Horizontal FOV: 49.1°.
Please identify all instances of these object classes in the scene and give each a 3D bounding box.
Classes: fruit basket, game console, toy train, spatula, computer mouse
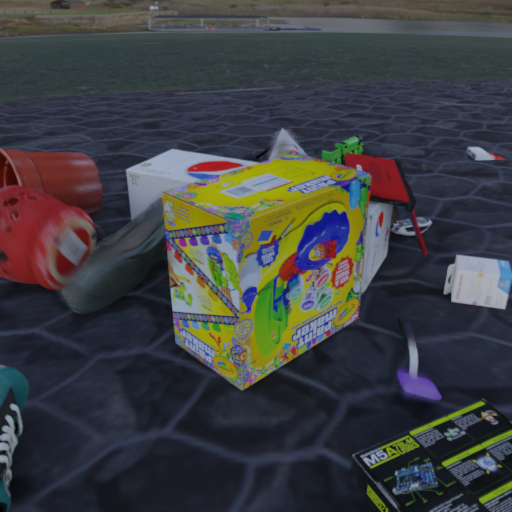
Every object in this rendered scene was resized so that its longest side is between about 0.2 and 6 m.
[{"bbox_3d":[0.662,-1.820,11.061,0.491,0.970,1.048,3,60,47],"label":"fruit basket"},{"bbox_3d":[2.148,-0.899,9.446,1.474,1.015,1.711,9,31,-1],"label":"game console"},{"bbox_3d":[2.333,-2.818,15.025,0.401,0.542,1.921,19,33,32],"label":"toy train"},{"bbox_3d":[2.054,1.303,7.360,0.504,0.183,1.783,17,29,-1],"label":"spatula"},{"bbox_3d":[2.819,-0.498,10.878,1.208,0.265,0.663,-9,23,-5],"label":"computer mouse"}]

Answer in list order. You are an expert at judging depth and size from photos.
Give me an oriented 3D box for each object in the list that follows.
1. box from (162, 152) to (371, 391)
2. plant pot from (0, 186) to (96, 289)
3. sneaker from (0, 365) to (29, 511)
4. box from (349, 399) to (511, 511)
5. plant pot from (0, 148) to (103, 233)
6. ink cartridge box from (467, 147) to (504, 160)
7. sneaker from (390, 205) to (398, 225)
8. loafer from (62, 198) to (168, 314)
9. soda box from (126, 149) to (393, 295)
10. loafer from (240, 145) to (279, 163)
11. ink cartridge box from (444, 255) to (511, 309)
[{"bbox_3d":[0.184,0.072,7.531,2.370,2.282,1.445,-24,36,-37],"label":"box"},{"bbox_3d":[-3.498,-0.237,9.023,1.394,1.531,1.531,19,33,21],"label":"plant pot"},{"bbox_3d":[-2.674,2.076,5.328,1.010,0.902,2.527,9,32,4],"label":"sneaker"},{"bbox_3d":[2.126,2.292,5.300,1.818,0.432,1.756,-14,29,-24],"label":"box"},{"bbox_3d":[-4.103,-1.267,10.927,1.817,1.817,1.768,24,27,38],"label":"plant pot"},{"bbox_3d":[6.315,-2.814,15.405,0.812,0.232,0.660,-4,27,0],"label":"ink cartridge box"},{"bbox_3d":[1.552,-1.040,11.181,1.198,1.117,3.171,-30,25,-11],"label":"sneaker"},{"bbox_3d":[-2.058,-0.067,8.908,0.803,0.918,2.554,35,54,23],"label":"loafer"},{"bbox_3d":[-0.011,-0.754,10.039,4.585,1.460,1.562,14,30,23],"label":"soda box"},{"bbox_3d":[-0.112,-2.273,13.682,0.734,0.643,2.043,7,21,38],"label":"loafer"},{"bbox_3d":[3.446,0.387,8.777,0.911,0.586,0.571,9,28,14],"label":"ink cartridge box"}]
